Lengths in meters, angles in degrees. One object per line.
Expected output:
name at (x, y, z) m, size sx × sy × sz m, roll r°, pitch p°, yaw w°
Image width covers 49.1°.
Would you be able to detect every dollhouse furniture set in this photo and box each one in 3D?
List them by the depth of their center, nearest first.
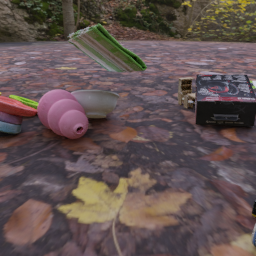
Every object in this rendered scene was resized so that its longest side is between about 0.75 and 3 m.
dollhouse furniture set at (2.731, -1.522, 11.788) m, size 1.335 × 0.946 × 1.453 m, roll -8°, pitch 23°, yaw -18°

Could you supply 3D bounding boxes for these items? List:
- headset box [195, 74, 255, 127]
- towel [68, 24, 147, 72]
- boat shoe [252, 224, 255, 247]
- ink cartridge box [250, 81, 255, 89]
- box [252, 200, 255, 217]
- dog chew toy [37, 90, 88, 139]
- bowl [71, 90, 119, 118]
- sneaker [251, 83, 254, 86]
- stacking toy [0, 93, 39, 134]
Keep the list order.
headset box at (3.343, -0.987, 9.860) m, size 1.908 × 0.963 × 2.568 m, roll 2°, pitch 32°, yaw 11°
towel at (-0.679, -2.351, 8.465) m, size 1.920 × 0.395 × 2.574 m, roll 32°, pitch -5°, yaw -28°
boat shoe at (2.661, 1.249, 4.267) m, size 1.805 × 0.652 × 0.653 m, roll -44°, pitch 43°, yaw -7°
ink cartridge box at (5.934, -1.431, 11.735) m, size 2.188 × 0.829 × 1.617 m, roll 5°, pitch 22°, yaw 16°
box at (3.132, 1.479, 4.919) m, size 1.148 × 0.355 × 1.438 m, roll -17°, pitch 27°, yaw -41°
dog chew toy at (-1.901, -0.352, 8.472) m, size 1.314 × 1.314 × 2.109 m, roll -13°, pitch 31°, yaw -30°
bowl at (-1.158, -0.773, 9.717) m, size 1.717 × 0.772 × 1.717 m, roll 1°, pitch -6°, yaw 0°
sneaker at (5.960, -2.374, 14.672) m, size 0.670 × 0.500 × 1.492 m, roll 0°, pitch 23°, yaw -13°
stacking toy at (-3.999, -0.399, 9.508) m, size 2.922 × 1.234 × 2.645 m, roll 24°, pitch 6°, yaw 41°
